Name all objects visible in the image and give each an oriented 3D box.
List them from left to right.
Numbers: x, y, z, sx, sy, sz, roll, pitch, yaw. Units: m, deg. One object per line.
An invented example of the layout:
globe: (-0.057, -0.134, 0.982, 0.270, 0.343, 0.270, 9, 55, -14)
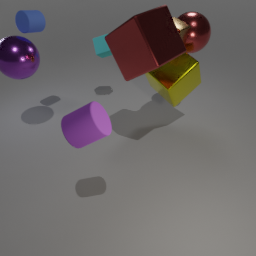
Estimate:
ball: (-3.607, -2.291, 9.166, 1.400, 1.400, 1.400, 0, 33, 0)
cylinder: (-3.251, -3.551, 9.345, 0.700, 0.700, 0.700, 18, 29, 26)
cylinder: (-0.782, -0.054, 5.326, 0.700, 0.700, 0.700, -25, 28, 19)
cube: (-0.954, -3.383, 11.591, 0.700, 0.700, 0.700, -13, -1, 16)
cube: (0.490, -2.346, 7.844, 1.400, 1.400, 1.400, -35, 14, -36)
cube: (1.592, -1.891, 9.994, 1.400, 1.400, 1.400, -43, 64, -1)
cube: (1.479, -3.053, 9.052, 0.700, 0.700, 0.700, 38, 46, 19)
ball: (2.203, -3.351, 9.876, 1.400, 1.400, 1.400, 0, 33, 0)
